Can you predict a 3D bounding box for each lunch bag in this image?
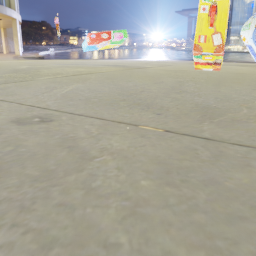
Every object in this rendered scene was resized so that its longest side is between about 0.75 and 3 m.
[{"bbox_3d":[2.902,-1.708,5.457,1.425,1.142,0.538,40,4,-30],"label":"lunch bag"}]

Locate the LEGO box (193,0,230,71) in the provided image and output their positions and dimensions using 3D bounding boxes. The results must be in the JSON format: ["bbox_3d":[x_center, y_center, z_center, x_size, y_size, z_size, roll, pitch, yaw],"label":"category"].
[{"bbox_3d":[2.639,-3.140,8.794,0.878,2.276,1.695,7,-5,16],"label":"LEGO box"}]

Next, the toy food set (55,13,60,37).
[{"bbox_3d":[-2.761,-3.995,10.904,0.136,0.865,0.550,-5,18,-10],"label":"toy food set"}]

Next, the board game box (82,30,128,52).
[{"bbox_3d":[-0.919,-3.402,10.928,1.530,0.309,1.171,-14,1,-21],"label":"board game box"}]
